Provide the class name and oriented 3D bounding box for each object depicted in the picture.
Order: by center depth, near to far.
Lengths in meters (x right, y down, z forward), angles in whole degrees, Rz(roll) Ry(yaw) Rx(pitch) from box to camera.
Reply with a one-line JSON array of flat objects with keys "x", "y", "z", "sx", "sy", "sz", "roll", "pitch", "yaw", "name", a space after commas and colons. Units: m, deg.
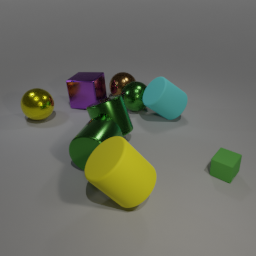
[{"x": -0.189, "y": 1.173, "z": 7.463, "sx": 1.400, "sy": 1.400, "sz": 1.400, "roll": -31, "pitch": 33, "yaw": 23, "name": "cylinder"}, {"x": 3.069, "y": 1.167, "z": 8.814, "sx": 0.700, "sy": 0.700, "sz": 0.700, "roll": 22, "pitch": 44, "yaw": 34, "name": "cube"}, {"x": -1.035, "y": 0.534, "z": 9.303, "sx": 1.400, "sy": 1.400, "sz": 1.400, "roll": 8, "pitch": 30, "yaw": 14, "name": "cylinder"}, {"x": -0.670, "y": -0.372, "z": 10.517, "sx": 1.400, "sy": 1.400, "sz": 1.400, "roll": -19, "pitch": 12, "yaw": 4, "name": "cylinder"}, {"x": 1.587, "y": -1.263, "z": 12.045, "sx": 1.400, "sy": 1.400, "sz": 1.400, "roll": 29, "pitch": 15, "yaw": -31, "name": "cylinder"}, {"x": -3.907, "y": -1.022, "z": 12.122, "sx": 1.400, "sy": 1.400, "sz": 1.400, "roll": 0, "pitch": 29, "yaw": 0, "name": "ball"}, {"x": 0.354, "y": -1.453, "z": 12.942, "sx": 1.400, "sy": 1.400, "sz": 1.400, "roll": 0, "pitch": 29, "yaw": 0, "name": "ball"}, {"x": -1.948, "y": -1.821, "z": 13.479, "sx": 1.400, "sy": 1.400, "sz": 1.400, "roll": 4, "pitch": 29, "yaw": 16, "name": "cube"}, {"x": -0.246, "y": -2.106, "z": 14.098, "sx": 1.400, "sy": 1.400, "sz": 1.400, "roll": 0, "pitch": 29, "yaw": 0, "name": "ball"}]
